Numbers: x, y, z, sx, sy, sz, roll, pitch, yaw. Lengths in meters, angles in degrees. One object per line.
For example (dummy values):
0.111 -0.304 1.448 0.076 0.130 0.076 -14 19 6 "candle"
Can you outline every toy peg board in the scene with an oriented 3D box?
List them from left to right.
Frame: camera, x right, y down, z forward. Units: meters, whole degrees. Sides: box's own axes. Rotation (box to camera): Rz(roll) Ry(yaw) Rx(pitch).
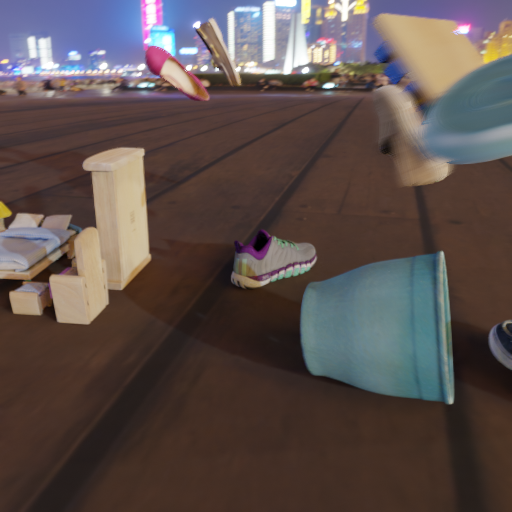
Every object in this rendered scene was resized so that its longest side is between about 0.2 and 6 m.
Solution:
2.958 -2.962 9.530 1.988 0.976 1.996 -13 66 -34 "toy peg board"

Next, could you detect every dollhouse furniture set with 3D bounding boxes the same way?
-3.640 -0.549 9.038 3.136 2.047 2.961 3 20 9 "dollhouse furniture set"

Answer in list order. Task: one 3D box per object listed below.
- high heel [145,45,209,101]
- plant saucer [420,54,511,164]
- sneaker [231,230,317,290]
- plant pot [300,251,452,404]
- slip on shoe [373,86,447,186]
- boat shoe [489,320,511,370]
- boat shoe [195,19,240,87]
-1.556 -3.605 11.193 0.794 0.557 1.655 31 -4 23 "high heel"
2.472 -1.586 5.692 1.736 0.238 1.736 -26 33 18 "plant saucer"
0.387 -0.090 9.510 0.724 0.851 1.945 17 27 38 "sneaker"
1.351 0.811 6.270 1.519 1.617 1.617 -4 18 21 "plant pot"
2.094 -1.781 8.310 0.609 0.764 2.010 -23 56 3 "slip on shoe"
3.378 1.022 6.432 0.696 0.893 1.966 -2 20 -5 "boat shoe"
-0.815 -4.333 12.140 0.461 1.548 0.556 -25 2 0 "boat shoe"
